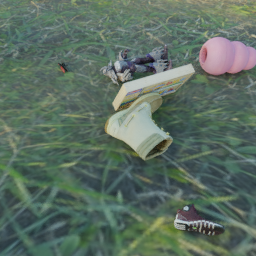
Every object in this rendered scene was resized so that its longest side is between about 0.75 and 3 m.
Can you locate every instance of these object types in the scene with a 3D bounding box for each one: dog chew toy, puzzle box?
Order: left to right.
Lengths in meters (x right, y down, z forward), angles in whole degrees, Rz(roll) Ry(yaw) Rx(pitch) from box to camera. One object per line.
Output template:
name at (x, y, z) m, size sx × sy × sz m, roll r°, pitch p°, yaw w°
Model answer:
puzzle box at (0.735, -1.197, 8.410) m, size 2.251 × 1.497 × 0.286 m, roll -19°, pitch 79°, yaw -19°
dog chew toy at (3.670, -2.532, 10.018) m, size 2.085 × 1.298 × 1.298 m, roll 1°, pitch 42°, yaw -10°

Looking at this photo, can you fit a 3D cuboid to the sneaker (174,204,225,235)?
sneaker at (1.497, 1.862, 5.874) m, size 1.015 × 0.384 × 0.586 m, roll 7°, pitch 41°, yaw 8°

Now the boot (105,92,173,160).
boot at (0.628, -0.089, 7.715) m, size 2.087 × 0.752 × 1.614 m, roll -34°, pitch 55°, yaw -31°

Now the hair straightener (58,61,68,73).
hair straightener at (-2.414, -2.316, 10.559) m, size 0.301 × 0.160 × 0.782 m, roll -22°, pitch 43°, yaw -23°

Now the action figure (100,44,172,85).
action figure at (0.239, -2.237, 9.955) m, size 2.513 × 0.872 × 1.635 m, roll -10°, pitch 51°, yaw -5°
